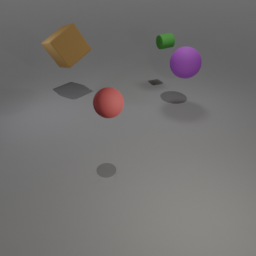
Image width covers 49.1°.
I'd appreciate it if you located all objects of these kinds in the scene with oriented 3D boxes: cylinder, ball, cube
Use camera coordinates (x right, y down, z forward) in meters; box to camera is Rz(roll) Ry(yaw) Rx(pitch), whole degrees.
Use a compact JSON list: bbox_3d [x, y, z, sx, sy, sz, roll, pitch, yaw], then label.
[{"bbox_3d":[1.847,-4.297,13.862,0.700,0.700,0.700,-16,34,-19],"label":"cylinder"},{"bbox_3d":[-0.442,-0.568,6.333,0.700,0.700,0.700,0,31,0],"label":"ball"},{"bbox_3d":[2.580,-2.924,12.559,1.400,1.400,1.400,0,31,0],"label":"ball"},{"bbox_3d":[-2.823,-3.725,12.796,1.400,1.400,1.400,-45,31,-15],"label":"cube"}]
